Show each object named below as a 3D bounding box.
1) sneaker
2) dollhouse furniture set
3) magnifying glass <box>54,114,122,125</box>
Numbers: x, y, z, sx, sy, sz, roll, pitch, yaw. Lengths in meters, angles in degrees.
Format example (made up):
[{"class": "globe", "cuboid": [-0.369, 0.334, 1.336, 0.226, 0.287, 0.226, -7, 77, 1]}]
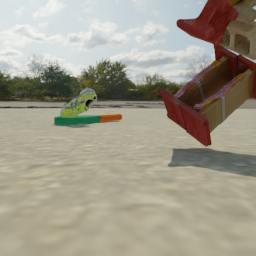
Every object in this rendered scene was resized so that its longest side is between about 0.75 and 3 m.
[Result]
[{"class": "sneaker", "cuboid": [-1.576, -0.668, 8.871, 0.539, 1.410, 0.532, 49, 5, 37]}, {"class": "dollhouse furniture set", "cuboid": [0.986, -0.888, 3.405, 1.168, 2.170, 0.882, -38, 51, -10]}, {"class": "magnifying glass", "cuboid": [-1.238, -0.322, 9.449, 1.074, 0.302, 2.699, 4, 5, 42]}]
